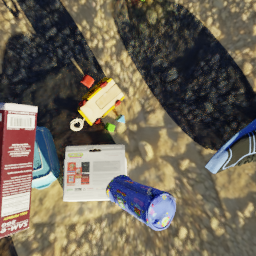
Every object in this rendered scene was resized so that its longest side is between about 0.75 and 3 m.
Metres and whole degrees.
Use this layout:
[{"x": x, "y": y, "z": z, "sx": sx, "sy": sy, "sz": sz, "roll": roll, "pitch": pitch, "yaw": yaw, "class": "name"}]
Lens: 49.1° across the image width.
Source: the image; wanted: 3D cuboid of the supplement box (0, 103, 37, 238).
[{"x": -2.708, "y": 0.763, "z": 5.856, "sx": 1.399, "sy": 0.782, "sz": 2.570, "roll": 6, "pitch": 92, "yaw": 32, "class": "supplement box"}]

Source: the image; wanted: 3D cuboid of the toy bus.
[{"x": -0.901, "y": -0.703, "z": 7.881, "sx": 1.582, "sy": 0.818, "sz": 1.493, "roll": 3, "pitch": 99, "yaw": -28, "class": "toy bus"}]

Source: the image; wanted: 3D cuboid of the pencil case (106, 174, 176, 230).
[{"x": 0.199, "y": 1.398, "z": 5.586, "sx": 0.665, "sy": 1.704, "sz": 0.740, "roll": -31, "pitch": 110, "yaw": -26, "class": "pencil case"}]

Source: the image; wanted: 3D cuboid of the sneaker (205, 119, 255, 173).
[{"x": 3.379, "y": 0.509, "z": 7.487, "sx": 2.747, "sy": 0.963, "sz": 1.070, "roll": -36, "pitch": 70, "yaw": -10, "class": "sneaker"}]

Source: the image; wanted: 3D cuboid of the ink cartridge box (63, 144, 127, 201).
[{"x": -0.838, "y": 1.196, "z": 7.446, "sx": 1.625, "sy": 0.681, "sz": 1.426, "roll": -1, "pitch": 75, "yaw": 0, "class": "ink cartridge box"}]

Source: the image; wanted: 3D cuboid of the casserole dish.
[{"x": -2.567, "y": 0.764, "z": 7.743, "sx": 1.120, "sy": 0.359, "sz": 1.849, "roll": -17, "pitch": 77, "yaw": -4, "class": "casserole dish"}]
